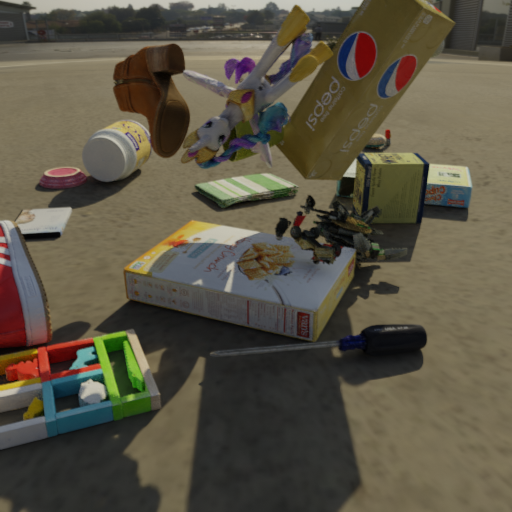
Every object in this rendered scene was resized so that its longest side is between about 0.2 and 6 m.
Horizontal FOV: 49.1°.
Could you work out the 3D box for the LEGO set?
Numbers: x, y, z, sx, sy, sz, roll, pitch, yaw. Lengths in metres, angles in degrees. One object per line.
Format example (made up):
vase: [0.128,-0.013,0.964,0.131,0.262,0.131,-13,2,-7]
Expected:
LEGO set: [1.395,-0.289,9.840,3.089,0.876,2.006,-5,33,-41]

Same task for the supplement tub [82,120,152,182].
supplement tub: [-3.656,-2.773,14.814,1.360,1.360,1.871,4,25,9]

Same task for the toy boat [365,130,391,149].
toy boat: [3.932,-3.681,17.957,1.071,0.498,0.901,-23,28,-26]

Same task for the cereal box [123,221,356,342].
cereal box: [-0.180,0.270,9.063,3.159,0.624,2.273,10,26,20]

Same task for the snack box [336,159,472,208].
snack box: [3.607,-1.823,13.693,3.041,0.564,1.767,7,26,15]

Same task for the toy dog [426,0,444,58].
toy dog: [2.848,-4.231,11.219,0.988,1.353,2.052,-20,4,-3]

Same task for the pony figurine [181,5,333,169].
pony figurine: [-0.082,-2.399,8.351,2.095,2.516,2.429,44,15,-10]

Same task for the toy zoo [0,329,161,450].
toy zoo: [-2.466,1.577,6.702,2.337,0.239,1.533,-9,26,-20]

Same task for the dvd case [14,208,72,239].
dvd case: [-4.543,-0.694,11.773,1.075,0.132,1.507,-3,25,-8]

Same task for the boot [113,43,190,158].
boot: [-2.034,-2.745,10.158,1.594,2.053,0.787,1,5,39]

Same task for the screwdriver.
screwdriver: [0.865,1.225,7.345,2.927,0.408,0.426,-7,57,-12]

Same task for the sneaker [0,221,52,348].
sneaker: [-4.262,0.395,8.202,1.814,1.149,3.226,-11,29,-29]

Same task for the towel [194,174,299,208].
towel: [-0.232,-1.638,13.725,2.095,0.245,1.598,-14,28,-26]

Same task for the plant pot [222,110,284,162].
plant pot: [-0.037,-2.227,10.138,0.994,0.930,0.930,-12,27,-19]

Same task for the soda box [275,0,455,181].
soda box: [1.778,-2.942,9.844,1.158,3.419,1.094,-7,50,-46]

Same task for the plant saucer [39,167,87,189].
plant saucer: [-5.007,-2.046,14.516,1.180,0.299,1.180,0,24,0]

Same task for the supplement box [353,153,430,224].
supplement box: [2.838,-1.453,11.970,1.335,1.336,0.897,-1,25,-2]
